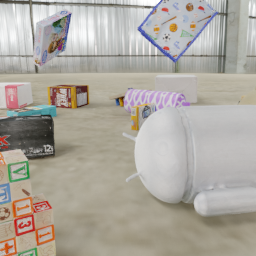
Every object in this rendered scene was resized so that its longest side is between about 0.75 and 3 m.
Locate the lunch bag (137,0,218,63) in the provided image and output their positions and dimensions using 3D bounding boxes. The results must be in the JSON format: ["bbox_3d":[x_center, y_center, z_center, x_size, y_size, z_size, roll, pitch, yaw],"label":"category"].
[{"bbox_3d":[1.643,-3.670,9.866,1.872,2.202,1.363,39,-6,-6],"label":"lunch bag"}]

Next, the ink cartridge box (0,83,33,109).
[{"bbox_3d":[-5.782,-1.475,12.510,2.449,1.039,1.784,-2,13,0],"label":"ink cartridge box"}]

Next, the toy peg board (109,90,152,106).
[{"bbox_3d":[0.155,-1.228,12.654,1.424,0.696,1.418,-10,1,-41],"label":"toy peg board"}]

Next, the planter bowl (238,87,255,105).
[{"bbox_3d":[3.890,-0.553,7.776,1.655,1.114,1.655,13,16,-4],"label":"planter bowl"}]

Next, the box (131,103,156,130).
[{"bbox_3d":[0.513,-0.382,8.680,0.245,0.702,1.180,9,15,33],"label":"box"}]

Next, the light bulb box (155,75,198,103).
[{"bbox_3d":[2.424,-2.032,14.252,2.033,1.280,2.051,2,13,9],"label":"light bulb box"}]

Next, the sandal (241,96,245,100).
[{"bbox_3d":[6.614,-1.611,13.609,0.863,0.774,2.352,-9,16,-34],"label":"sandal"}]

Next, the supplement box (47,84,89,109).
[{"bbox_3d":[-2.674,-1.461,12.703,1.352,0.910,1.371,5,14,18],"label":"supplement box"}]

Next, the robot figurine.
[{"bbox_3d":[1.161,0.370,4.083,2.447,1.382,2.075,-1,34,-4],"label":"robot figurine"}]

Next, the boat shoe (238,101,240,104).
[{"bbox_3d":[4.739,-0.587,9.503,0.747,0.707,2.135,-13,19,-42],"label":"boat shoe"}]

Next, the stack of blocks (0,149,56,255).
[{"bbox_3d":[-1.073,0.832,2.571,0.691,1.199,0.351,-9,16,-30],"label":"stack of blocks"}]

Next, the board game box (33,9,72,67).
[{"bbox_3d":[-2.766,-3.301,10.252,0.344,1.671,1.667,30,46,6],"label":"board game box"}]

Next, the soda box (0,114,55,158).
[{"bbox_3d":[-2.791,0.216,5.825,2.425,0.858,0.768,-4,11,-18],"label":"soda box"}]

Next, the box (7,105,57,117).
[{"bbox_3d":[-3.346,-0.506,9.850,0.657,0.392,1.597,9,16,34],"label":"box"}]

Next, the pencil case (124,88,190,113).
[{"bbox_3d":[0.968,-0.888,10.295,2.366,0.993,1.011,12,4,34],"label":"pencil case"}]
